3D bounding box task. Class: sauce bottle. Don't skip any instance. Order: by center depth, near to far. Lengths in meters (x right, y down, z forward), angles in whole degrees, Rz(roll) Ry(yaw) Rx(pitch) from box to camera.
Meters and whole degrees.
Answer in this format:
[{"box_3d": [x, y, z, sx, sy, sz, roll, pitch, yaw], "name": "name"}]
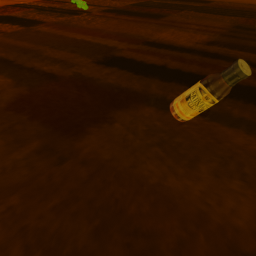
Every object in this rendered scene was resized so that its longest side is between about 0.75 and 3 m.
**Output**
[{"box_3d": [1.300, -0.594, 4.591, 0.479, 1.450, 0.479, 17, 55, -26], "name": "sauce bottle"}]

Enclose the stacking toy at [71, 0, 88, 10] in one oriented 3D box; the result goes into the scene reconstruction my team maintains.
[{"box_3d": [-1.852, -4.758, 8.579, 0.545, 2.318, 1.748, -60, 27, -9], "name": "stacking toy"}]
